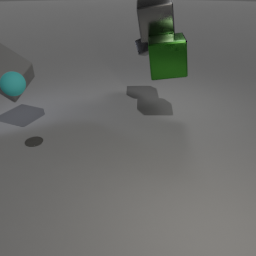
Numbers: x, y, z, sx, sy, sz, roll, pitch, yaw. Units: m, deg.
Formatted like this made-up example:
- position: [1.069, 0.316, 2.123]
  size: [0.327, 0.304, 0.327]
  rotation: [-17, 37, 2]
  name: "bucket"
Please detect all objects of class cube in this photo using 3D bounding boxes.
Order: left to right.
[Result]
- position: [-4.570, -2.046, 10.614]
  size: [1.400, 1.400, 1.400]
  rotation: [32, -16, -7]
  name: "cube"
- position: [0.845, -3.853, 13.148]
  size: [0.700, 0.700, 0.700]
  rotation: [-16, 1, 30]
  name: "cube"
- position: [1.142, -4.526, 11.591]
  size: [1.400, 1.400, 1.400]
  rotation: [-7, 37, 7]
  name: "cube"
- position: [1.544, -2.818, 10.981]
  size: [1.400, 1.400, 1.400]
  rotation: [-5, 30, 7]
  name: "cube"

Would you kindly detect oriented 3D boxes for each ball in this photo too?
- position: [-3.303, -1.266, 8.040]
  size: [0.700, 0.700, 0.700]
  rotation: [0, 28, 0]
  name: "ball"
